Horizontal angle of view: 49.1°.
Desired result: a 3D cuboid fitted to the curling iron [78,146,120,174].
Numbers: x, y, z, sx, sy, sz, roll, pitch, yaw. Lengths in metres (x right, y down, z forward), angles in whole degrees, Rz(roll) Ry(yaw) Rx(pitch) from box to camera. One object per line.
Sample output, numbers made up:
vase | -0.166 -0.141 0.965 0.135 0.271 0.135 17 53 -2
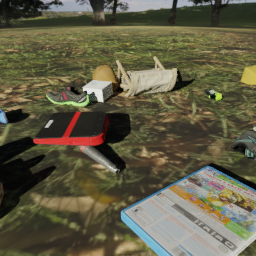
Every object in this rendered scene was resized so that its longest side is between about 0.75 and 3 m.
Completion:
curling iron | -1.069 0.542 8.239 0.713 0.368 2.877 -15 29 -29

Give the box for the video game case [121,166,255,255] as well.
video game case | 1.566 1.751 5.791 2.819 0.251 2.017 -18 30 -33

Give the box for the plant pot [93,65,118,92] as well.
plant pot | -0.994 -2.268 13.627 1.151 1.151 1.235 -10 40 -21

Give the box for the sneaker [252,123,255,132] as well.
sneaker | 4.666 0.297 8.315 0.893 0.809 2.102 -1 25 -14

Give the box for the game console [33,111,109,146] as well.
game console | -1.651 -0.017 8.769 1.986 0.349 2.246 -2 22 2

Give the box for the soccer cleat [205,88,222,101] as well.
soccer cleat | 3.797 -1.529 12.744 0.444 0.370 1.096 -21 31 -17

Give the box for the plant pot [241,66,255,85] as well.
plant pot | 6.656 -2.701 14.748 0.827 0.833 0.852 -13 36 -26

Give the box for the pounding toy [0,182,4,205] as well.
pounding toy | -3.180 1.557 6.076 0.771 0.353 0.678 -5 25 -11

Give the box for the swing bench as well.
swing bench | 0.789 -2.364 13.341 2.206 1.439 2.218 -9 31 -19

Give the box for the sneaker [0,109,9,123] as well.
sneaker | -4.748 -0.383 10.253 0.506 0.425 1.290 -32 38 -28

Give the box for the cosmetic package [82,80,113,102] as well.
cosmetic package | -1.356 -1.675 12.601 1.003 0.618 1.006 8 32 22

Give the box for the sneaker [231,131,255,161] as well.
sneaker | 3.760 0.711 7.665 0.796 0.757 2.009 -25 25 -21

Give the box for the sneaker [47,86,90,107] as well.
sneaker | -2.517 -1.409 11.889 1.916 0.803 0.735 6 21 10
